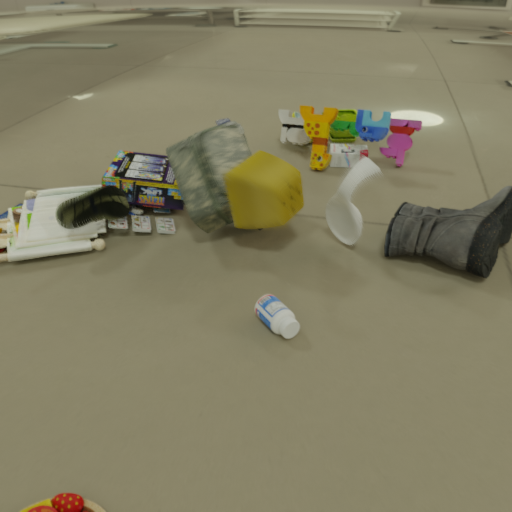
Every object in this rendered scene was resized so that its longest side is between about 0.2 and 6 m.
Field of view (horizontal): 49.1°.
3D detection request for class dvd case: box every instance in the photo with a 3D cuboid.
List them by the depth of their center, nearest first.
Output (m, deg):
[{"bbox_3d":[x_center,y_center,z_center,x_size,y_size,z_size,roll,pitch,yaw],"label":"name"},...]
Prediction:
[{"bbox_3d":[-5.374,-0.932,13.266,1.270,0.111,0.906,11,32,17],"label":"dvd case"}]

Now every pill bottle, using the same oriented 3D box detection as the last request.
[{"bbox_3d":[0.373,1.058,9.646,0.472,0.472,0.840,-17,36,-26],"label":"pill bottle"}]

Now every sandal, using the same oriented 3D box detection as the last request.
[{"bbox_3d":[-3.532,-1.047,12.041,0.548,0.762,1.919,-11,6,39],"label":"sandal"}]

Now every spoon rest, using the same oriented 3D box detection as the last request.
[{"bbox_3d":[1.884,-1.047,11.435,0.622,2.051,1.019,-24,57,-28],"label":"spoon rest"}]

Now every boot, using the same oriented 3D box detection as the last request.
[{"bbox_3d":[4.278,-0.844,12.165,2.287,1.213,3.475,15,30,31],"label":"boot"}]

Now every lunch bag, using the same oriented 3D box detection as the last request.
[{"bbox_3d":[-0.791,-1.746,12.071,1.695,1.408,2.020,-23,72,6],"label":"lunch bag"}]

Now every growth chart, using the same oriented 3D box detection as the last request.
[{"bbox_3d":[-4.601,-0.874,12.871,2.623,0.321,3.625,-5,30,-8],"label":"growth chart"}]

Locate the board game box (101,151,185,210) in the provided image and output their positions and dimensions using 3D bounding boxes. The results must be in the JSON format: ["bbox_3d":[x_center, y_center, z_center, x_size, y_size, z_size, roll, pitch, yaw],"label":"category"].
[{"bbox_3d":[-2.662,-1.919,13.962,1.935,0.664,2.341,7,25,-6],"label":"board game box"}]

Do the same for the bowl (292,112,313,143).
[{"bbox_3d":[1.331,-3.908,17.576,0.589,1.095,1.095,-36,21,25],"label":"bowl"}]

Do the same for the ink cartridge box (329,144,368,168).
[{"bbox_3d":[2.659,-2.876,16.124,1.082,0.463,0.799,4,32,4],"label":"ink cartridge box"}]

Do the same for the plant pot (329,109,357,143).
[{"bbox_3d":[2.737,-4.085,17.729,0.948,0.860,0.943,-1,32,-2],"label":"plant pot"}]

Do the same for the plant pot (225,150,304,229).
[{"bbox_3d":[0.265,-1.263,11.303,1.094,1.240,1.240,16,42,32],"label":"plant pot"}]

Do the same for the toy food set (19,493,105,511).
[{"bbox_3d":[-2.286,3.276,6.080,1.533,0.377,1.549,-17,36,-26],"label":"toy food set"}]

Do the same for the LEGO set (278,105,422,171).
[{"bbox_3d":[2.357,-3.206,15.829,4.172,1.712,1.591,10,7,20],"label":"LEGO set"}]

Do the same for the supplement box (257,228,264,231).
[{"bbox_3d":[0.155,-1.394,13.081,1.160,0.779,1.159,40,48,23],"label":"supplement box"}]

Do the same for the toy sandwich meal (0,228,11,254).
[{"bbox_3d":[-5.860,-0.246,11.810,1.289,0.441,1.289,0,31,0],"label":"toy sandwich meal"}]

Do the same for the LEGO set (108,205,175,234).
[{"bbox_3d":[-2.784,-0.968,13.267,1.499,0.492,2.006,3,31,-18],"label":"LEGO set"}]
